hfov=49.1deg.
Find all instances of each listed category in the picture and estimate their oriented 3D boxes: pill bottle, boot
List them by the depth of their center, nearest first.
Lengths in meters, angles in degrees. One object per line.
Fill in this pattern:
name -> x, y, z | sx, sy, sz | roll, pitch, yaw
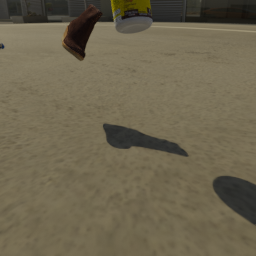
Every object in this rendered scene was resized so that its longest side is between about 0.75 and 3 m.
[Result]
pill bottle -> 0.036, -3.836, 7.978 | 1.105, 2.023, 1.105 | -9, 3, 0
boot -> -1.545, -3.421, 9.815 | 0.762, 1.752, 2.106 | 34, 15, -43

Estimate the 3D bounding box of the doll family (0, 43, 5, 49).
doll family -> -2.760, -1.474, 5.088 | 0.880, 0.396, 0.546 | -29, 6, 12
